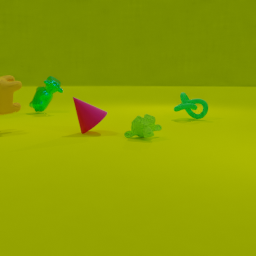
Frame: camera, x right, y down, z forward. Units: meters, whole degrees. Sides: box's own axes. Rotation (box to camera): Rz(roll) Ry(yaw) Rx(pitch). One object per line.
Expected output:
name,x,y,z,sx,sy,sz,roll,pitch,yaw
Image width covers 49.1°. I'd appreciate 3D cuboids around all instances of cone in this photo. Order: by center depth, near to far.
cone,-1.239,-0.502,7.854,0.945,0.949,0.945,-35,16,12

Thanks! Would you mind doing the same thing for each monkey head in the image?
monkey head,0.432,0.050,7.218,1.042,0.628,0.750,-13,54,-9

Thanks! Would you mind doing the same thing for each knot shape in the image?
knot shape,2.494,-0.832,10.876,1.236,0.610,1.321,23,35,14

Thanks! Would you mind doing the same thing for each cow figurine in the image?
cow figurine,-3.800,-0.671,7.798,0.867,1.579,1.553,34,35,25
cow figurine,-3.731,-1.487,12.700,0.950,1.730,1.702,31,-11,-28
